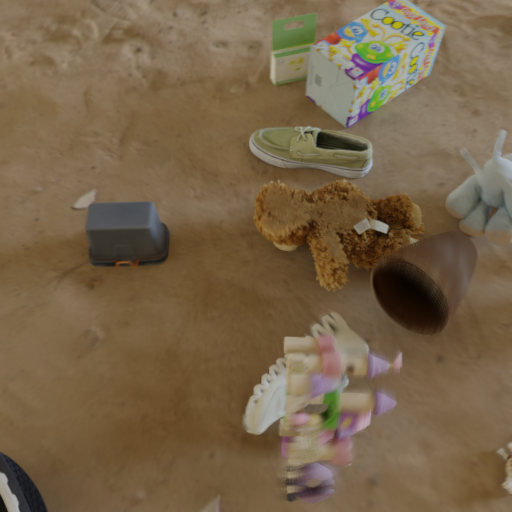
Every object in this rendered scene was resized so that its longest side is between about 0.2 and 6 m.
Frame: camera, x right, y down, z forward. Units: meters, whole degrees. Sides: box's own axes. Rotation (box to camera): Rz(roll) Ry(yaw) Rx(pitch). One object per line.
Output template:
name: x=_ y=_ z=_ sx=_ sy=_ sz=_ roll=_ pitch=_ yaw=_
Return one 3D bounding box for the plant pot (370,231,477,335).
plant pot: x=3.175 y=0.285 z=10.010 sx=1.561 sy=1.561 sz=1.670 roll=40 pitch=57 yaw=22

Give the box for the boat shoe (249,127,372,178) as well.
boat shoe: x=1.246 y=-2.526 z=12.643 sx=2.838 sy=0.880 sz=1.022 roll=11 pitch=58 yaw=7

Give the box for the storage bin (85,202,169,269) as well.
storage bin: x=-2.646 y=-0.439 z=11.208 sx=1.635 sy=1.098 sz=1.190 roll=-2 pitch=58 yaw=0

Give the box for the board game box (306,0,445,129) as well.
board game box: x=2.861 y=-4.736 z=13.631 sx=2.985 sy=1.566 sz=1.538 roll=-36 pitch=65 yaw=-19

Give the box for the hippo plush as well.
hippo plush: x=5.023 y=-1.419 z=11.719 sx=1.735 sy=1.719 sz=2.158 roll=-29 pitch=94 yaw=-47

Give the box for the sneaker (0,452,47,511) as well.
sneaker: x=-3.635 y=4.396 z=8.121 sx=1.308 sy=1.133 sz=3.159 roll=-29 pitch=62 yaw=-17

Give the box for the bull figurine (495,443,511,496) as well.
bull figurine: x=4.450 y=3.392 z=9.186 sx=1.244 sy=0.405 sz=0.755 roll=-20 pitch=60 yaw=-12

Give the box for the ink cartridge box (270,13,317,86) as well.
ink cartridge box: x=0.965 y=-5.058 z=13.804 sx=1.186 sy=1.629 sz=0.391 roll=-14 pitch=59 yaw=-9

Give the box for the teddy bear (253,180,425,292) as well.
teddy bear: x=1.746 y=-0.502 z=11.346 sx=3.703 sy=1.236 sz=2.685 roll=-8 pitch=63 yaw=-14

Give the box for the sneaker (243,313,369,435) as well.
sneaker: x=0.878 y=2.131 z=9.620 sx=1.072 sy=0.994 sz=2.646 roll=39 pitch=66 yaw=25

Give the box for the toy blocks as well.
toy blocks: x=1.301 y=2.390 z=8.540 sx=1.740 sy=2.067 sz=1.932 roll=3 pitch=100 yaw=-1
